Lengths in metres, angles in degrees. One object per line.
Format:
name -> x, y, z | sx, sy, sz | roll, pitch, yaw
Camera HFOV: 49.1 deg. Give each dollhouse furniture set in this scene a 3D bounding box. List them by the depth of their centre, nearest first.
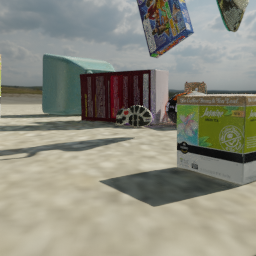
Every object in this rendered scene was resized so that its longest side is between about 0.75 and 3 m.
dollhouse furniture set -> 2.853, -0.868, 9.259 | 1.835, 1.286, 1.293 | 2, 6, 18

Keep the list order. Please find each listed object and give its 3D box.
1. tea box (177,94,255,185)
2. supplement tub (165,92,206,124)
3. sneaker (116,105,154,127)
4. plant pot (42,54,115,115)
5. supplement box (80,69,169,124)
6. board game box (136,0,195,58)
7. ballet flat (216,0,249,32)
tea box -> 0.916, 0.056, 2.711 | 0.516, 0.760, 0.773 | -5, 7, -36
supplement tub -> 1.585, -0.498, 7.566 | 0.898, 0.898, 1.466 | -2, 6, -15
sneaker -> 0.248, -0.323, 7.671 | 0.596, 0.576, 1.428 | 3, 3, -34
plant pot -> -2.132, -1.974, 13.499 | 2.909, 2.917, 2.971 | -5, 14, -41
supplement box -> -0.195, -0.991, 8.974 | 2.930, 1.594, 0.892 | 5, 9, 33
board game box -> 1.088, -3.631, 8.866 | 0.401, 2.325, 1.573 | 0, -17, -41
ballet flat -> 1.987, -2.976, 5.502 | 0.920, 0.920, 2.559 | 6, -30, 47
